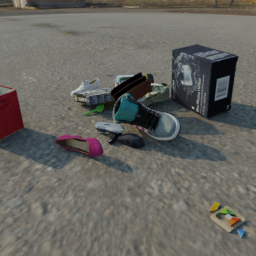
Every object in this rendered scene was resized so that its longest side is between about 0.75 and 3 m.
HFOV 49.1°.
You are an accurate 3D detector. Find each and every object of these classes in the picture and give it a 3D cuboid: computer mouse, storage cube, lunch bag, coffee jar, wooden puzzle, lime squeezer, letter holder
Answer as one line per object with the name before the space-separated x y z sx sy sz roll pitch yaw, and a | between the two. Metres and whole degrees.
computer mouse | -0.013 0.372 10.004 1.296 0.342 0.898 14 31 25
storage cube | -5.132 -0.592 10.435 1.818 1.634 1.554 14 32 25
lunch bag | 0.210 -2.425 14.873 1.736 0.656 1.391 1 26 4
coffee jar | 0.412 -2.156 13.582 1.679 0.716 0.876 -9 -13 -6
wooden puzzle | 2.441 2.199 6.867 0.695 0.120 1.030 -24 37 -37
lime squeezer | -1.298 -0.910 12.551 0.584 0.312 1.655 -22 16 32
letter holder | 0.107 -1.648 11.610 1.576 1.120 0.793 -32 72 -4

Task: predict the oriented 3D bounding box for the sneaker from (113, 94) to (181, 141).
sneaker | 0.416 -0.444 10.007 1.696 1.175 2.809 18 4 -42

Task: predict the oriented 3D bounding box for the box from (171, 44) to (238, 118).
box | 3.211 -2.117 12.306 1.484 2.486 2.528 -18 32 -23

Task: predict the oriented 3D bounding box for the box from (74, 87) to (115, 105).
box | -1.297 -1.491 12.899 1.938 0.476 1.562 -14 18 -34

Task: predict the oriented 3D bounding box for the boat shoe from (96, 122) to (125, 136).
boat shoe | -0.664 0.088 10.462 1.219 0.416 0.450 7 32 22

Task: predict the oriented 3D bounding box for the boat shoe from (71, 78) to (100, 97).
boat shoe | -2.147 -2.092 14.216 0.670 0.660 1.891 23 36 36

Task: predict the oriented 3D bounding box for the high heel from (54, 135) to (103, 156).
high heel | -1.631 0.623 9.217 0.914 0.641 1.902 -11 14 -39

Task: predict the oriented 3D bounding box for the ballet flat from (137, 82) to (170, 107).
ballet flat | 0.758 -1.477 12.763 2.985 0.951 1.006 -22 39 -35
